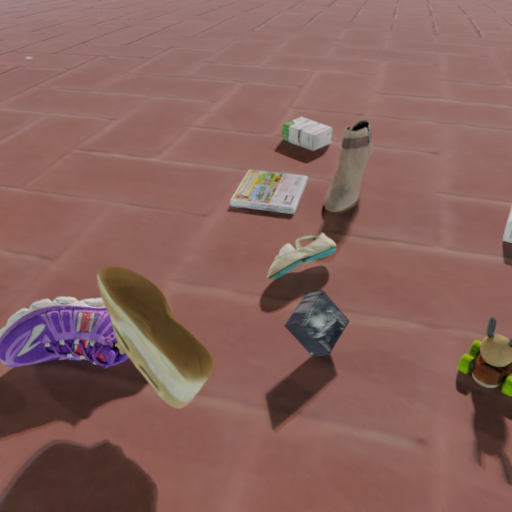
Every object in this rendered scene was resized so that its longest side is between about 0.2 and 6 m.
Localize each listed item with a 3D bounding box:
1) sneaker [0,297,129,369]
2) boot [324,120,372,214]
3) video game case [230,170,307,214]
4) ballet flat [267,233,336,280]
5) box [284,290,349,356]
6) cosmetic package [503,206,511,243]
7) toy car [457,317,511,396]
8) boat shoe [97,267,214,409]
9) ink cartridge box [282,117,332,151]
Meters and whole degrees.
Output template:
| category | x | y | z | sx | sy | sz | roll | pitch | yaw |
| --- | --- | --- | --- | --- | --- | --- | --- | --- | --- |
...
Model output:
| category | x | y | z | sx | sy | sz | roll | pitch | yaw |
| --- | --- | --- | --- | --- | --- | --- | --- | --- | --- |
| sneaker | -2.553 | 1.215 | 8.379 | 2.531 | 1.021 | 1.056 | -10 | 41 | -16 |
| boot | 2.086 | -2.092 | 12.652 | 0.763 | 1.588 | 2.172 | 13 | 36 | 19 |
| video game case | 0.331 | -1.524 | 13.083 | 1.482 | 0.186 | 1.629 | 8 | 36 | 12 |
| ballet flat | 0.769 | -0.040 | 10.421 | 1.593 | 0.553 | 0.553 | -22 | 40 | -30 |
| box | 0.936 | 1.035 | 8.611 | 0.447 | 0.721 | 0.709 | -17 | 29 | 55 |
| cosmetic package | 6.254 | -0.616 | 11.453 | 2.040 | 0.527 | 1.538 | 16 | 34 | 22 |
| toy car | 3.518 | 1.353 | 8.110 | 0.825 | 1.004 | 0.793 | 26 | 42 | 33 |
| boat shoe | -1.534 | 1.043 | 7.552 | 0.897 | 0.805 | 2.424 | 2 | 32 | -44 |
| ink cartridge box | 1.414 | -3.387 | 15.544 | 0.847 | 0.480 | 1.155 | -29 | 43 | -35 |
